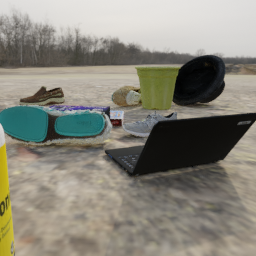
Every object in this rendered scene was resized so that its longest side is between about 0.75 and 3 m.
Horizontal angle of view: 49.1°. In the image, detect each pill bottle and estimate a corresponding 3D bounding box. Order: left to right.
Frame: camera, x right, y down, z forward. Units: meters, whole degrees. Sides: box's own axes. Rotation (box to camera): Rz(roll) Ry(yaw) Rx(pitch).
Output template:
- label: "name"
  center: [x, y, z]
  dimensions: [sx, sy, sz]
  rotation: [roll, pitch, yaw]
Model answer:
- label: "pill bottle"
  center: [-1.505, 0.440, 2.212]
  dimensions: [1.037, 1.864, 1.037]
  rotation: [0, 13, 0]

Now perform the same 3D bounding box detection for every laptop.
- label: "laptop"
  center: [0.808, 0.144, 5.136]
  dimensions: [1.937, 1.129, 2.185]
  rotation: [-5, 14, -22]

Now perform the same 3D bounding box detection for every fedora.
- label: "fedora"
  center: [3.323, -1.930, 12.830]
  dimensions: [1.324, 2.898, 2.898]
  rotation: [33, -8, -35]

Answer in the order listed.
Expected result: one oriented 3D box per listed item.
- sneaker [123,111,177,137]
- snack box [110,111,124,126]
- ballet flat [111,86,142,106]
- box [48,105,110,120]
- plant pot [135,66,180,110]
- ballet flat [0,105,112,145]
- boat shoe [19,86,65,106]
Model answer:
- label: "sneaker"
  center: [0.605, -0.149, 7.426]
  dimensions: [1.575, 0.646, 0.589]
  rotation: [-4, 14, -19]
- label: "snack box"
  center: [-1.281, -0.317, 8.785]
  dimensions: [2.279, 0.277, 0.819]
  rotation: [1, 20, 3]
- label: "ballet flat"
  center: [0.351, -1.453, 12.597]
  dimensions: [0.844, 0.911, 2.585]
  rotation: [17, 23, 34]
- label: "box"
  center: [-1.421, -0.219, 7.722]
  dimensions: [1.739, 0.686, 1.227]
  rotation: [1, 16, 4]
- label: "plant pot"
  center: [1.220, -1.690, 11.700]
  dimensions: [1.867, 1.716, 1.867]
  rotation: [-1, 13, 0]
- label: "ballet flat"
  center: [-1.680, 0.037, 6.669]
  dimensions: [2.737, 0.982, 0.982]
  rotation: [5, 14, 11]
- label: "boat shoe"
  center: [-3.878, -1.469, 12.621]
  dimensions: [0.851, 0.853, 2.305]
  rotation: [8, 15, 32]
